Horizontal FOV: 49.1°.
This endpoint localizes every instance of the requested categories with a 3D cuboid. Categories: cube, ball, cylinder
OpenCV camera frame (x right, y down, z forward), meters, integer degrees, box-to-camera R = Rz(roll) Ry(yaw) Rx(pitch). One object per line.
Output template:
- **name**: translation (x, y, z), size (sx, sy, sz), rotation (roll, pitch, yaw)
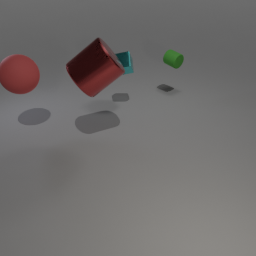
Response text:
- **cube**: translation (-0.190, -2.739, 11.919), size (0.700, 0.700, 0.700), rotation (-8, -14, 11)
- **ball**: translation (-3.879, -1.909, 9.993), size (1.400, 1.400, 1.400), rotation (0, 31, 0)
- **cylinder**: translation (2.129, -3.233, 13.132), size (0.700, 0.700, 0.700), rotation (-25, 47, -34)
- **cylinder**: translation (-1.050, -1.962, 9.157), size (1.400, 1.400, 1.400), rotation (-36, 30, 13)
